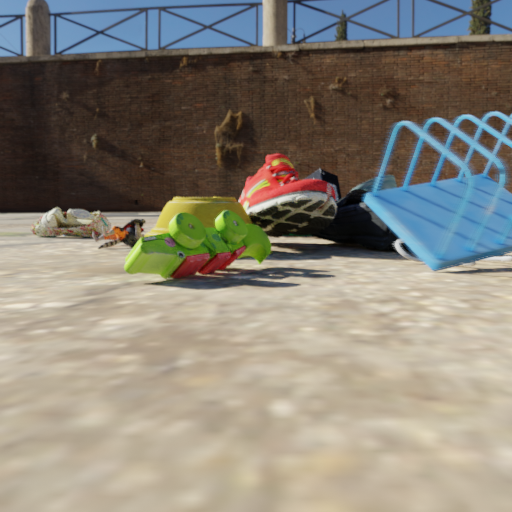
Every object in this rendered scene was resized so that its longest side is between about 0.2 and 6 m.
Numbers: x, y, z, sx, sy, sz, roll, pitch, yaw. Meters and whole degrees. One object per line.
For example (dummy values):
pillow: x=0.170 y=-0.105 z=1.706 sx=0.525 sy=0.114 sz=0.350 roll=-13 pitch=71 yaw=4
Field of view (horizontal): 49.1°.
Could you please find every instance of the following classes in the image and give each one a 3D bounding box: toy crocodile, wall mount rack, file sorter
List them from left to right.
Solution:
toy crocodile: x=-0.640 y=-0.066 z=6.720 sx=0.735 sy=0.672 sz=2.178 roll=-44 pitch=-18 yaw=30
wall mount rack: x=2.816 y=-0.143 z=8.046 sx=1.514 sy=0.565 sz=1.316 roll=-5 pitch=43 yaw=-33
file sorter: x=2.942 y=-1.001 z=7.431 sx=2.272 sy=1.394 sz=1.576 roll=-12 pitch=43 yaw=-24

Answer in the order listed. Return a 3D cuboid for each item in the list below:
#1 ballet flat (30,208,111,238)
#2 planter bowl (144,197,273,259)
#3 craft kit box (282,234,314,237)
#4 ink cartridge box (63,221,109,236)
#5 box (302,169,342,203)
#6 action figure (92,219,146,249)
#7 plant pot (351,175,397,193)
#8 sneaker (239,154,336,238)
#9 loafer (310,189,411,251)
ballet flat: x=-4.573 y=-0.864 z=13.661 sx=2.157 sy=0.690 sz=0.816 roll=1 pitch=47 yaw=11
planter bowl: x=-0.873 y=-0.520 z=9.517 sx=2.329 sy=0.970 sz=2.329 roll=0 pitch=5 yaw=0
craft kit box: x=1.012 y=-0.703 z=14.733 sx=1.566 sy=0.380 sz=1.546 roll=0 pitch=8 yaw=-5
ink cartridge box: x=-4.468 y=-0.729 z=14.662 sx=1.151 sy=0.391 sz=0.668 roll=-3 pitch=6 yaw=-25
box: x=1.439 y=-1.301 z=13.462 sx=0.661 sy=1.108 sz=1.126 roll=13 pitch=-29 yaw=-39
action figure: x=-2.575 y=-0.308 z=10.729 sx=1.036 sy=0.560 sz=1.071 roll=4 pitch=-25 yaw=-33
plant pot: x=2.643 y=-1.205 z=12.290 sx=1.076 sy=0.721 sz=1.076 roll=-18 pitch=-12 yaw=-4
sneaker: x=0.391 y=-1.223 z=10.573 sx=1.375 sy=1.516 sz=3.570 roll=11 pitch=-4 yaw=-20
loafer: x=1.947 y=-0.750 z=10.849 sx=1.044 sy=1.079 sz=3.074 roll=3 pitch=4 yaw=-27
